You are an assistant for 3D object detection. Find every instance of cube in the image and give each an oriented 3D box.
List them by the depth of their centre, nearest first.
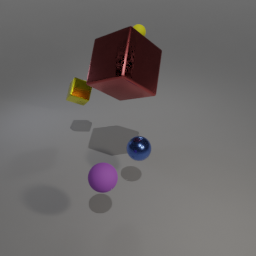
[{"bbox_3d":[-0.084,-1.686,7.738,1.400,1.400,1.400,-2,-17,42],"label":"cube"},{"bbox_3d":[-1.758,-1.306,10.126,0.700,0.700,0.700,16,-17,-22],"label":"cube"}]

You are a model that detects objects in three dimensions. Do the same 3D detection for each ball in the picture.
[{"bbox_3d":[-0.590,1.163,6.574,0.700,0.700,0.700,0,31,0],"label":"ball"},{"bbox_3d":[0.307,0.573,7.859,0.700,0.700,0.700,0,31,0],"label":"ball"},{"bbox_3d":[0.509,-4.650,13.558,0.700,0.700,0.700,0,31,0],"label":"ball"}]
